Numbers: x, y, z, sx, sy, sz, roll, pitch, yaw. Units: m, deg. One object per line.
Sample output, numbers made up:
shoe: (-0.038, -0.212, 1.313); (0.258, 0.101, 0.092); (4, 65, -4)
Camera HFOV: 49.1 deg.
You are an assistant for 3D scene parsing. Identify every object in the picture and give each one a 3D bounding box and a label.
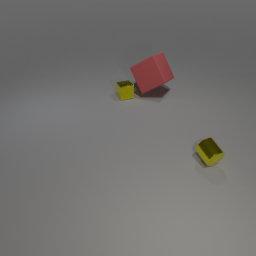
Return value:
cube: (1.206, -2.713, 13.764); (1.400, 1.400, 1.400); (-21, 9, 32)
cylinder: (2.757, 0.798, 9.424); (0.700, 0.700, 0.700); (-14, 52, -21)
cube: (-0.143, -1.866, 13.801); (0.700, 0.700, 0.700); (-13, 34, -17)
